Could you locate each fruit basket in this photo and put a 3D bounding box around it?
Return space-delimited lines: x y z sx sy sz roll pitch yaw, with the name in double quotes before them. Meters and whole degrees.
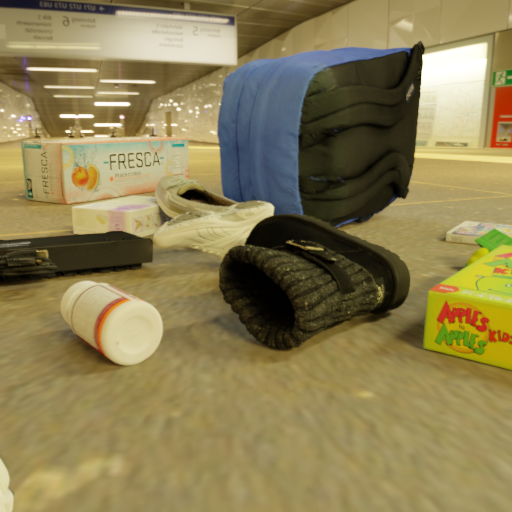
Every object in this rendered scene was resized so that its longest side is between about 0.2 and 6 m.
"fruit basket" 3.162 0.036 7.466 0.532 0.737 0.737 37 -2 -25

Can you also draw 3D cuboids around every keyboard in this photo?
"keyboard" -3.325 0.094 7.094 3.887 0.499 2.334 -7 8 -23

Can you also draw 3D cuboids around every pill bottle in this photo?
"pill bottle" -1.304 0.551 4.928 0.552 0.552 1.007 -11 18 -39

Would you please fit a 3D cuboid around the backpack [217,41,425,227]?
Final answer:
"backpack" 0.976 -2.162 10.724 3.417 3.309 4.072 9 26 36

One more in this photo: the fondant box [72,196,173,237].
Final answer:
"fondant box" -2.300 -0.744 10.411 1.295 0.523 1.795 6 16 24

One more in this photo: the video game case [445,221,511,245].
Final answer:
"video game case" 4.357 -0.322 9.393 1.962 0.177 1.405 8 16 32

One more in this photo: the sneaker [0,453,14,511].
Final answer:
"sneaker" -2.345 1.043 2.038 2.639 1.016 1.120 0 18 0

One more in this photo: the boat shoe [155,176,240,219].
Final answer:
"boat shoe" -0.970 -0.931 9.607 0.863 0.751 2.343 -13 34 -33

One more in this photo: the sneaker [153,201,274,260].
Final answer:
"sneaker" -0.519 -0.210 7.572 1.690 0.840 0.658 -11 17 -14

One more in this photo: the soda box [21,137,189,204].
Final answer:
"soda box" -3.957 -2.509 15.628 1.646 1.530 4.813 8 15 31

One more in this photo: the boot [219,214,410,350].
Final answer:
"boot" 0.222 0.142 5.900 1.761 0.886 2.355 -12 18 -39

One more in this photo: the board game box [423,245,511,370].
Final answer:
"board game box" 2.640 0.427 5.416 1.193 0.559 2.349 10 17 36
